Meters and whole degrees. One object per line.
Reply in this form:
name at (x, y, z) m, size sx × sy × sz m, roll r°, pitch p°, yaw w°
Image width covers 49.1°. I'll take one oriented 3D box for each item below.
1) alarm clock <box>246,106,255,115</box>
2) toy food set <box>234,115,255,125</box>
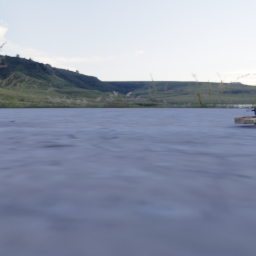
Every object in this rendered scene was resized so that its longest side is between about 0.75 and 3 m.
alarm clock at (4.234, -0.545, 8.811) m, size 1.004 × 0.334 × 0.677 m, roll 1°, pitch -6°, yaw 7°
toy food set at (4.188, -0.201, 8.786) m, size 2.079 × 0.327 × 1.322 m, roll -5°, pitch 6°, yaw -22°
